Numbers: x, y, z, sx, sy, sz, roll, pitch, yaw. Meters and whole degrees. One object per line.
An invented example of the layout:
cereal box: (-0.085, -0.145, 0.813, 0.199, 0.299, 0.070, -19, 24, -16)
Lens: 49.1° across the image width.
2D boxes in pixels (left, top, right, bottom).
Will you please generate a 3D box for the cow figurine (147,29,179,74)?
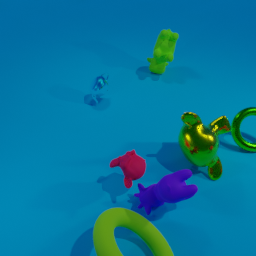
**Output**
cow figurine: (1.347, -2.981, 10.956, 0.945, 1.721, 1.694, 14, 14, -5)

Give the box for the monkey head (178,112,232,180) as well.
monkey head: (2.031, 0.269, 7.218, 1.434, 1.993, 1.201, -26, 15, 12)

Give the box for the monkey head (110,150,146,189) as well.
monkey head: (0.010, 0.923, 6.565, 0.782, 0.655, 1.088, -20, 19, 31)

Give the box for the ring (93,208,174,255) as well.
ring: (0.154, 2.212, 5.092, 1.813, 0.363, 1.813, 34, 18, -12)

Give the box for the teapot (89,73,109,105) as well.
teapot: (-0.963, -1.360, 9.599, 0.571, 1.167, 0.726, 27, -6, -32)

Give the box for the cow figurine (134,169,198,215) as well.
cow figurine: (0.763, 1.379, 6.068, 1.340, 1.361, 0.747, -19, 73, 2)

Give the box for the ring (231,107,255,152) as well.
ring: (3.554, 0.035, 7.949, 1.277, 1.277, 0.255, -1, -2, -2)
